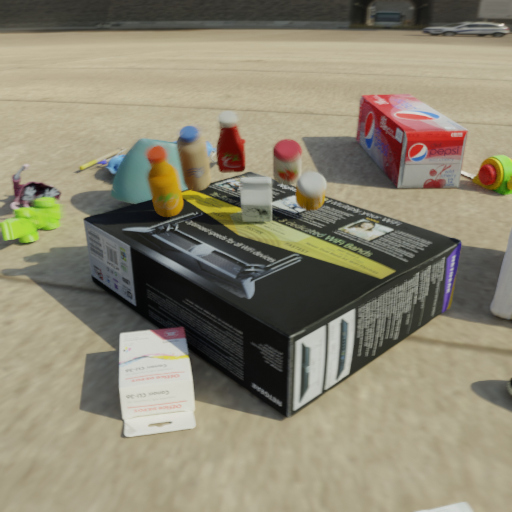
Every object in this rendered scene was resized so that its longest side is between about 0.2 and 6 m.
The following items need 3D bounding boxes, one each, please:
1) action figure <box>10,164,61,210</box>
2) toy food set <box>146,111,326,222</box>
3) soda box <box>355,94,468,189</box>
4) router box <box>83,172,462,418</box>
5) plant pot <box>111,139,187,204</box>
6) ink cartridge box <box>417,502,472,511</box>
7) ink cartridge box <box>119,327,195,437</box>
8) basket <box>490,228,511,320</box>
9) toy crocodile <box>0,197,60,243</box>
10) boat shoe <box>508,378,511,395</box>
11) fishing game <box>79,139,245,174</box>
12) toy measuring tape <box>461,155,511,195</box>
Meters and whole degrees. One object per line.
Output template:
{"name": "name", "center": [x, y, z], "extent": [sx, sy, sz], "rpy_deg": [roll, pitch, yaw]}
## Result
{"name": "action figure", "center": [-4.766, -1.272, 11.849], "extent": [1.435, 0.961, 1.069], "rpy_deg": [11, 68, 45]}
{"name": "toy food set", "center": [-0.249, -1.295, 7.921], "extent": [2.486, 1.119, 1.187], "rpy_deg": [0, 55, 3]}
{"name": "soda box", "center": [3.844, -3.110, 14.514], "extent": [1.558, 1.411, 4.450], "rpy_deg": [-2, 27, -3]}
{"name": "router box", "center": [0.108, 0.092, 8.228], "extent": [3.451, 1.146, 4.390], "rpy_deg": [-22, 34, -37]}
{"name": "plant pot", "center": [-2.015, -1.743, 11.494], "extent": [1.794, 1.209, 1.794], "rpy_deg": [8, 13, -2]}
{"name": "ink cartridge box", "center": [1.395, 2.481, 4.419], "extent": [1.134, 0.323, 0.922], "rpy_deg": [0, 25, -17]}
{"name": "ink cartridge box", "center": [-1.140, 1.388, 6.380], "extent": [0.798, 0.463, 1.371], "rpy_deg": [-5, 27, -11]}
{"name": "basket", "center": [4.570, -0.191, 8.180], "extent": [1.592, 1.749, 2.581], "rpy_deg": [15, 30, 24]}
{"name": "toy crocodile", "center": [-4.180, -0.676, 10.433], "extent": [0.547, 0.598, 1.771], "rpy_deg": [-1, 20, 14]}
{"name": "boat shoe", "center": [3.856, 1.519, 5.914], "extent": [2.159, 0.677, 0.790], "rpy_deg": [13, 29, 28]}
{"name": "fishing game", "center": [-2.327, -2.344, 13.964], "extent": [3.902, 0.607, 2.794], "rpy_deg": [0, 25, 17]}
{"name": "toy measuring tape", "center": [5.360, -2.077, 13.135], "extent": [0.828, 0.828, 2.250], "rpy_deg": [-9, 27, -17]}
